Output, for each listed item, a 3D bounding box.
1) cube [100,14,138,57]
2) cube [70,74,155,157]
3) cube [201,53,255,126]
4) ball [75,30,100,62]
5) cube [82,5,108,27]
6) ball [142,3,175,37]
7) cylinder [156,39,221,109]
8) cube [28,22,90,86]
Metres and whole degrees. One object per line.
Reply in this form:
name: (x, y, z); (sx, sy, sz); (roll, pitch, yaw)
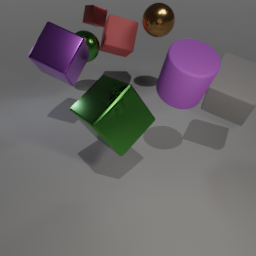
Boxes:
cube: (-0.458, -4.325, 13.301); (1.400, 1.400, 1.400); (10, 1, -14)
cube: (-0.415, -0.366, 7.543); (1.400, 1.400, 1.400); (-47, 39, -9)
cube: (3.273, -1.172, 8.669); (1.400, 1.400, 1.400); (26, 70, 15)
ball: (-1.976, -3.679, 12.665); (1.400, 1.400, 1.400); (0, 32, 0)
cube: (-1.348, -4.563, 11.435); (0.700, 0.700, 0.700); (2, 16, -38)
ball: (1.311, -4.630, 12.047); (1.400, 1.400, 1.400); (0, 32, 0)
cylinder: (1.609, -1.466, 7.732); (1.400, 1.400, 1.400); (5, 57, -8)
cube: (-2.326, -2.530, 9.778); (1.400, 1.400, 1.400); (26, -7, 4)
